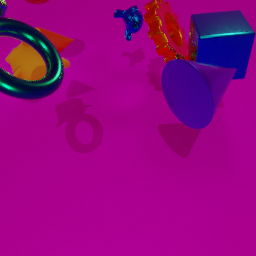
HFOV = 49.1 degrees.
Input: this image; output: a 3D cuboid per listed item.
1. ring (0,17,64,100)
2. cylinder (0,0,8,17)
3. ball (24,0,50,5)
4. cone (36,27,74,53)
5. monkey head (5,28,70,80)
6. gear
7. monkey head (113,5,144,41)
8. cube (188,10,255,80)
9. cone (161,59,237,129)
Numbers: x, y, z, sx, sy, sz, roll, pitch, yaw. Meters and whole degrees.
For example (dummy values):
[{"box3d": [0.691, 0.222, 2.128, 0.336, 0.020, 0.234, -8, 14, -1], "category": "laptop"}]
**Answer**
[{"box3d": [-1.710, -1.109, 4.415, 1.507, 0.301, 1.507, 24, 48, -30], "category": "ring"}, {"box3d": [-3.476, -2.542, 6.393, 1.098, 1.098, 1.098, 26, 23, -12], "category": "cylinder"}, {"box3d": [-2.818, -4.473, 8.425, 1.390, 1.390, 1.390, 0, 47, 0], "category": "ball"}, {"box3d": [-1.829, -2.217, 7.297, 0.957, 0.954, 0.954, -4, 45, 20], "category": "cone"}, {"box3d": [-2.069, -1.540, 6.246, 1.606, 1.155, 0.968, -31, 81, -39], "category": "monkey head"}, {"box3d": [1.176, -2.785, 8.211, 0.374, 2.024, 2.024, -18, 38, 33], "category": "gear"}, {"box3d": [0.034, -3.589, 9.314, 0.938, 0.786, 1.304, 12, 70, 18], "category": "monkey head"}, {"box3d": [2.380, -2.164, 7.440, 1.331, 1.331, 1.331, -3, 45, 4], "category": "cube"}, {"box3d": [1.603, -0.886, 5.371, 1.379, 1.374, 1.374, -27, 53, -21], "category": "cone"}]
